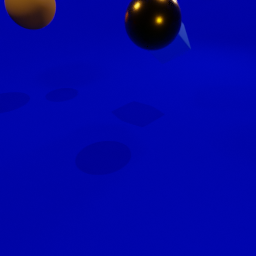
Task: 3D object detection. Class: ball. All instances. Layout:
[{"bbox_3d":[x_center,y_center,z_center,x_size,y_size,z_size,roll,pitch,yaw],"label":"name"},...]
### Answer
[{"bbox_3d":[-2.777,-3.532,8.000,1.379,1.379,1.379,0,32,0],"label":"ball"},{"bbox_3d":[0.504,-2.174,5.699,1.166,1.166,1.166,0,32,0],"label":"ball"}]

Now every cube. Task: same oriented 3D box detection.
[{"bbox_3d":[1.037,-2.453,7.573,0.906,0.906,0.906,-21,67,27],"label":"cube"}]
